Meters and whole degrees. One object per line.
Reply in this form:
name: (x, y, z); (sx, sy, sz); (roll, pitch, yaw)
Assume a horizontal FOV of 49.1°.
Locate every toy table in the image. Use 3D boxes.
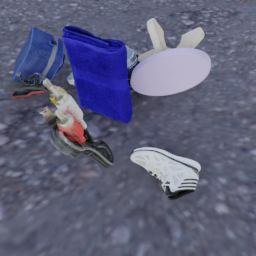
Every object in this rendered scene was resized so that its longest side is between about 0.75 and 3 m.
toy table: (1.232, -2.011, 8.321); (2.402, 2.208, 1.406); (-8, 55, 25)

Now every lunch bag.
lunch bag: (-2.869, -2.289, 9.343); (1.283, 1.940, 1.318); (20, 45, -32)

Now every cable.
cable: (-0.792, 0.242, 5.834); (0.719, 2.859, 1.388); (-34, 50, 8)

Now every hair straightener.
hair straightener: (-3.154, -1.327, 8.689); (2.228, 0.857, 0.456); (6, 60, 36)

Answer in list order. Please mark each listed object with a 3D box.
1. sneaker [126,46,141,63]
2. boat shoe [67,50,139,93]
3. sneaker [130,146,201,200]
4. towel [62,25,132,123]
sneaker: (-0.242, -2.570, 9.993); (2.795, 1.044, 1.146); (20, 5, 17)
boat shoe: (-0.740, -1.618, 9.514); (2.760, 1.253, 0.977); (-8, 42, 31)
sneaker: (0.829, 1.101, 6.781); (1.786, 0.674, 1.028); (14, 51, 8)
towel: (-0.862, -1.376, 7.945); (2.010, 2.722, 0.674); (26, 57, 26)
